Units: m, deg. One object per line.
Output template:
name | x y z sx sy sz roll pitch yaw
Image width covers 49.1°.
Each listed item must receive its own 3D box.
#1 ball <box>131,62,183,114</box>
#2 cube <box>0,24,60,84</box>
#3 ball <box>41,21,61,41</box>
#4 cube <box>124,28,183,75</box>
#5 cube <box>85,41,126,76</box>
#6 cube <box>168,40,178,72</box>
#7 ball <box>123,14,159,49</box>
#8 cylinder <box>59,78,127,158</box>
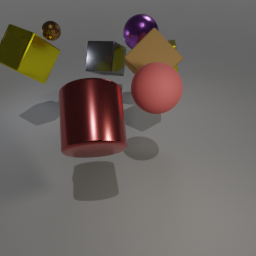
ball | 0.780 -1.085 7.666 1.400 1.400 1.400 0 32 0
cube | -3.603 -2.623 10.048 1.400 1.400 1.400 26 1 28
ball | -2.817 -3.561 10.275 0.700 0.700 0.700 0 32 0
cube | 0.843 -2.337 9.801 1.400 1.400 1.400 -44 3 3
cube | -1.028 -3.274 13.313 1.400 1.400 1.400 8 6 22
cube | 1.766 -3.538 14.196 1.400 1.400 1.400 -5 29 11
ball | 0.505 -3.698 10.929 1.400 1.400 1.400 0 32 0
cylinder | -0.776 -0.169 6.132 1.400 1.400 1.400 -4 73 -7
